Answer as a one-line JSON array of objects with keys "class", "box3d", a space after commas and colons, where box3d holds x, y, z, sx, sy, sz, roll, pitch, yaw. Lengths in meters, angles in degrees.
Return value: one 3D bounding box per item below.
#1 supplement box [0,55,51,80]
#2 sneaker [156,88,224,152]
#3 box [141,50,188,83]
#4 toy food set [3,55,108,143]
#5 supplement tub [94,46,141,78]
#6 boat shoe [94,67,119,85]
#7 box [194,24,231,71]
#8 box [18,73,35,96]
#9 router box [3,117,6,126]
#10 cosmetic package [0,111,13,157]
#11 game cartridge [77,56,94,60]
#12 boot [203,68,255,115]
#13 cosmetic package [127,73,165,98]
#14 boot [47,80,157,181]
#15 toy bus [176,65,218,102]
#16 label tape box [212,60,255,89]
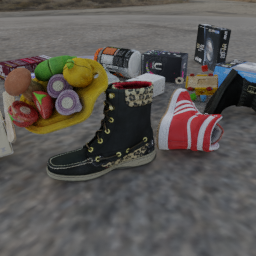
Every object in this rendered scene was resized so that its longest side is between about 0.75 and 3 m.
[{"class": "supplement box", "box3d": [-4.564, -2.730, 12.792, 2.363, 0.719, 1.286, -23, 35, -40]}, {"class": "sneaker", "box3d": [1.792, -0.248, 7.503, 1.527, 0.967, 2.715, 5, 34, 19]}, {"class": "box", "box3d": [1.592, -2.732, 12.323, 1.856, 1.135, 0.985, 11, 30, 23]}, {"class": "toy food set", "box3d": [-1.718, -0.725, 5.565, 2.593, 0.847, 1.525, -18, 64, 15]}, {"class": "supplement tub", "box3d": [-0.476, -3.040, 12.832, 2.050, 1.256, 1.256, 18, 31, 30]}, {"class": "boat shoe", "box3d": [-1.183, -2.296, 11.966, 1.905, 0.678, 0.664, 19, 32, 33]}, {"class": "box", "box3d": [4.211, -4.134, 14.239, 0.532, 1.958, 2.444, -4, 27, -12]}, {"class": "box", "box3d": [-2.993, -1.601, 10.507, 2.286, 0.735, 0.801, 4, 26, 9]}, {"class": "router box", "box3d": [-3.865, -0.073, 7.959, 0.604, 0.250, 0.806, 15, 31, 27]}, {"class": "cosmetic package", "box3d": [-3.950, -0.266, 7.041, 1.454, 0.983, 2.764, -19, 39, -24]}, {"class": "game cartridge", "box3d": [-2.240, -3.395, 14.531, 2.395, 0.460, 1.552, -6, 31, -13]}, {"class": "boot", "box3d": [3.542, -0.807, 8.826, 1.644, 0.827, 2.199, 36, 66, 8]}, {"class": "cosmetic package", "box3d": [0.505, -1.470, 10.335, 0.914, 0.666, 1.798, 19, 31, 34]}, {"class": "boot", "box3d": [-0.538, 0.020, 5.921, 2.496, 1.885, 0.901, -10, 28, -19]}, {"class": "toy bus", "box3d": [2.697, -1.556, 10.418, 1.300, 0.712, 1.378, -36, 58, 0]}, {"class": "label tape box", "box3d": [4.539, -2.056, 11.341, 2.550, 0.807, 1.839, -23, 35, -39]}]
